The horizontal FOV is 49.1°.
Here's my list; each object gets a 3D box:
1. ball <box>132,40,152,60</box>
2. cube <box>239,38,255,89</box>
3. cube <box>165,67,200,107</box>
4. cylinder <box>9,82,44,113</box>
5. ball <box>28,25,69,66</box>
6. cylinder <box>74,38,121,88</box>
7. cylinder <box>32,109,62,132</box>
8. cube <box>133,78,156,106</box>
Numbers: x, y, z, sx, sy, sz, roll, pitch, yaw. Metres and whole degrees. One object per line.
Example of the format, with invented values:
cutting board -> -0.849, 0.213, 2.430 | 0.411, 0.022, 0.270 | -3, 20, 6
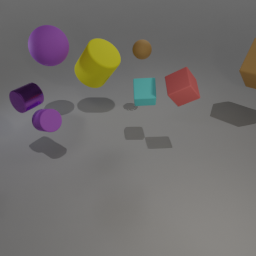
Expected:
ball -> 0.510, -2.845, 10.166 | 0.700, 0.700, 0.700 | 0, 33, 0
cube -> 5.103, -2.215, 10.141 | 1.400, 1.400, 1.400 | 25, -2, 36
cube -> 1.541, -1.156, 7.938 | 0.700, 0.700, 0.700 | -21, 55, 27
cylinder -> -2.957, -0.887, 8.188 | 0.700, 0.700, 0.700 | 19, 38, 27
ball -> -2.800, -2.904, 9.922 | 1.400, 1.400, 1.400 | 0, 33, 0
cylinder -> -1.213, -2.527, 11.041 | 1.400, 1.400, 1.400 | 17, 55, -26
cylinder -> -2.497, -0.235, 8.607 | 0.700, 0.700, 0.700 | -26, 18, -34
cube -> 0.540, -1.158, 9.064 | 0.700, 0.700, 0.700 | -2, 76, 3
